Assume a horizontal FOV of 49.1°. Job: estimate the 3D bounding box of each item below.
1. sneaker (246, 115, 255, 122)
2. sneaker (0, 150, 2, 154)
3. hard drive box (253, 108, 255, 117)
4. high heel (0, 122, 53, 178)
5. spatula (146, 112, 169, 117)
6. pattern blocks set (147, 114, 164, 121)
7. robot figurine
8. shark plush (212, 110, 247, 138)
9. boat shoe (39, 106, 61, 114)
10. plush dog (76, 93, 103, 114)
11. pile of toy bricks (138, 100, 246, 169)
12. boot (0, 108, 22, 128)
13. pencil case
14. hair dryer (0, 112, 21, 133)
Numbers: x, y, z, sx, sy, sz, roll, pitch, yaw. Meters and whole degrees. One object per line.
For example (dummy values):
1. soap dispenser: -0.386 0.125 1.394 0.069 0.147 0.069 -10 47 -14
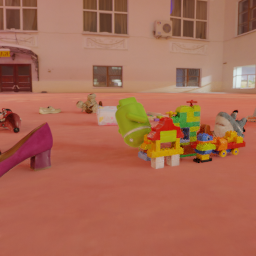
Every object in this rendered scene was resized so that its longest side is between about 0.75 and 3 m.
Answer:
1. sneaker: 6.106 -0.423 13.384 0.925 0.362 0.357 10 -8 15
2. sneaker: -3.641 0.365 7.002 0.606 0.838 1.715 -5 12 -41
3. hard drive box: 6.575 -0.726 12.460 1.628 0.802 2.089 23 19 24
4. high heel: -2.559 0.474 5.677 0.722 1.029 2.141 9 13 44
5. spatula: 1.057 -0.824 15.551 2.122 0.170 1.476 8 4 32
6. pattern blocks set: 0.907 -0.563 14.667 1.947 0.180 2.215 -3 9 -19
7. robot figurine: 0.159 -0.116 7.637 0.835 1.443 1.266 -14 -18 -20
8. shark plush: 3.580 -0.110 9.237 2.475 1.031 1.124 -7 12 -37
9. boat shoe: -4.769 -1.131 17.215 1.459 0.474 0.526 -8 12 -42
10. plush dog: -2.272 -1.292 17.328 1.476 1.184 1.267 -36 40 -22
11. pile of toy bricks: 1.548 0.008 7.220 2.930 1.447 1.626 -5 10 -27
12. boot: -5.265 -0.474 11.899 0.898 0.451 1.245 42 19 9
13. pencil case: -0.328 -0.567 12.430 2.126 0.884 0.965 -2 -10 -5
14. hair dryer: -4.961 -0.077 10.958 2.080 0.565 1.585 6 37 23
